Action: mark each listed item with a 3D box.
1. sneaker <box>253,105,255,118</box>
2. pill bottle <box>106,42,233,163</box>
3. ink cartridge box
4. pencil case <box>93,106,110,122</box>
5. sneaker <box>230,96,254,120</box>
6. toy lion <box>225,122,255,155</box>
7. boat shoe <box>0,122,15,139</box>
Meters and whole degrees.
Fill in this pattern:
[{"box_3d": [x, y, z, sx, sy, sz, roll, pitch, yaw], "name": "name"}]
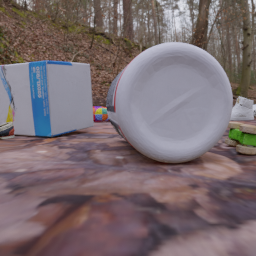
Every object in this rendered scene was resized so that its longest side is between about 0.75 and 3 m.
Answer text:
[{"box_3d": [7.291, -0.904, 15.788, 2.451, 0.936, 0.987, -3, 12, 37], "name": "sneaker"}, {"box_3d": [0.443, -0.422, 4.909, 1.608, 1.608, 2.775, -1, 5, -9], "name": "pill bottle"}, {"box_3d": [-2.519, -0.823, 7.725, 2.509, 1.815, 1.847, 2, 10, 26], "name": "ink cartridge box"}, {"box_3d": [-1.149, -0.638, 12.460, 1.762, 0.779, 0.779, 0, 5, -11], "name": "pencil case"}, {"box_3d": [5.239, -0.956, 13.736, 2.036, 1.177, 0.750, -3, 7, -17], "name": "sneaker"}, {"box_3d": [2.456, 0.223, 4.755, 1.314, 0.471, 1.371, 8, 5, 6], "name": "toy lion"}, {"box_3d": [-3.037, 0.092, 6.203, 0.421, 0.370, 1.182, 4, 8, 29], "name": "boat shoe"}]
